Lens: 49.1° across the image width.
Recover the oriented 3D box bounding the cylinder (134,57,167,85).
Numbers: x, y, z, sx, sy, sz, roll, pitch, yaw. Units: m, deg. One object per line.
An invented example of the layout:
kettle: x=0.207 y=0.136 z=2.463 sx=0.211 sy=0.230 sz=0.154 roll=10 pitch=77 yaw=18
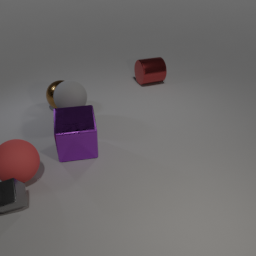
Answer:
cylinder: x=1.257 y=-3.240 z=15.877 sx=1.400 sy=1.400 sz=1.400 roll=-12 pitch=33 yaw=-19

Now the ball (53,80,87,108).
ball: x=-2.426 y=-1.309 z=11.815 sx=1.400 sy=1.400 sz=1.400 roll=0 pitch=31 yaw=0

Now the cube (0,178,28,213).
cube: x=-3.308 y=1.885 z=7.785 sx=0.700 sy=0.700 sz=0.700 roll=-18 pitch=66 yaw=-1

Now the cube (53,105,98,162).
cube: x=-1.854 y=0.188 z=10.016 sx=1.400 sy=1.400 sz=1.400 roll=-6 pitch=44 yaw=-10

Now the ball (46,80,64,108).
ball: x=-3.110 y=-1.531 z=13.093 sx=1.400 sy=1.400 sz=1.400 roll=0 pitch=31 yaw=0

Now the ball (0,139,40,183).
ball: x=-3.480 y=1.046 z=8.730 sx=1.400 sy=1.400 sz=1.400 roll=0 pitch=31 yaw=0
